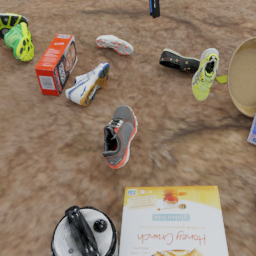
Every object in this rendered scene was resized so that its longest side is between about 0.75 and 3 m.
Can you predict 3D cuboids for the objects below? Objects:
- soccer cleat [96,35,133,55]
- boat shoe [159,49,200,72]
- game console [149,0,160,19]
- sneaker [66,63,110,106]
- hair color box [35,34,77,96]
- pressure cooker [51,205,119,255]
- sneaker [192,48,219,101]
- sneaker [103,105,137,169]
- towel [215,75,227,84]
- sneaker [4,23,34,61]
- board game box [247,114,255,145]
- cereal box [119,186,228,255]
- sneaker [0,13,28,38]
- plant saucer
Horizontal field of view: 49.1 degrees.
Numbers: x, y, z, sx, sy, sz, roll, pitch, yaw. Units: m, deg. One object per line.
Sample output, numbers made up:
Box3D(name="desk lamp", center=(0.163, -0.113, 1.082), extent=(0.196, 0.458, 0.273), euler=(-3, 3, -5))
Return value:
Box3D(name="soccer cleat", center=(-0.483, -3.390, 11.194), extent=(1.714, 0.594, 0.665), euler=(21, 49, 22))
Box3D(name="boat shoe", center=(2.052, -2.278, 10.173), extent=(1.877, 0.687, 0.588), euler=(22, 79, 10))
Box3D(name="game console", center=(0.743, -3.957, 8.903), extent=(0.486, 0.836, 0.735), euler=(9, 31, 28))
Box3D(name="sneaker", center=(-1.328, -1.633, 9.443), extent=(0.899, 0.768, 2.039), euler=(19, 50, 16))
Box3D(name="hair color box", center=(-2.430, -2.244, 9.770), extent=(0.667, 1.105, 2.177), euler=(6, 48, 6))
Box3D(name="pressure cooker", center=(-0.814, 2.246, 5.443), extent=(1.262, 1.434, 1.281), euler=(14, 50, 12))
Box3D(name="sneaker", center=(2.135, -1.419, 7.842), extent=(0.586, 1.555, 0.594), euler=(8, 36, 7))
Box3D(name="sneaker", center=(-0.261, 0.061, 7.370), extent=(0.746, 0.793, 1.937), euler=(-12, 51, 23))
Box3D(name="towel", center=(3.598, -1.790, 10.051), extent=(0.853, 0.077, 0.367), euler=(-14, 48, -12))
Box3D(name="sneaker", center=(-4.300, -3.277, 11.009), extent=(0.988, 0.876, 2.365), euler=(-20, 45, -1))
Box3D(name="board game box", center=(4.633, 0.015, 8.086), extent=(1.898, 0.391, 1.903), euler=(24, 52, 14))
Box3D(name="cereal box", center=(0.884, 2.567, 5.548), extent=(2.126, 0.584, 2.955), euler=(-4, 47, 9))
Box3D(name="sneaker", center=(-5.672, -4.430, 11.814), extent=(2.794, 1.054, 1.068), euler=(-10, 49, -11))
Box3D(name="plant saucer", center=(3.916, -1.546, 8.714), extent=(2.436, 2.436, 0.431), euler=(-22, 13, -19))
